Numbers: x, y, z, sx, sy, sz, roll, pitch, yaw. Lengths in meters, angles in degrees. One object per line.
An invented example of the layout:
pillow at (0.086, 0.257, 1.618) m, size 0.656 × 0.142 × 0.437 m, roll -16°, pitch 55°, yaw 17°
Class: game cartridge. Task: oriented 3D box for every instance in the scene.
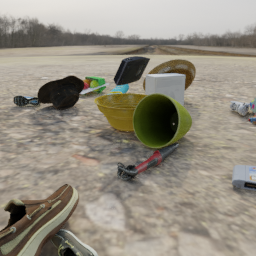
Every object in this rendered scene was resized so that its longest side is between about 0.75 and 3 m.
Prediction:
game cartridge at (3.362, 1.272, 6.950) m, size 1.456 × 0.302 × 0.970 m, roll 7°, pitch 24°, yaw 19°

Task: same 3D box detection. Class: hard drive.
hard drive at (0.121, -1.998, 9.615) m, size 0.319 × 1.016 × 1.506 m, roll 40°, pitch 34°, yaw 18°

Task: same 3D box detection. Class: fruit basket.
fruit basket at (-2.521, -2.523, 17.536) m, size 1.986 × 1.005 × 2.144 m, roll 18°, pitch 41°, yaw 42°

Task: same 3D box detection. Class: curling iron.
curling iron at (0.699, 0.830, 8.076) m, size 0.710 × 0.366 × 2.863 m, roll 14°, pitch 24°, yaw 38°

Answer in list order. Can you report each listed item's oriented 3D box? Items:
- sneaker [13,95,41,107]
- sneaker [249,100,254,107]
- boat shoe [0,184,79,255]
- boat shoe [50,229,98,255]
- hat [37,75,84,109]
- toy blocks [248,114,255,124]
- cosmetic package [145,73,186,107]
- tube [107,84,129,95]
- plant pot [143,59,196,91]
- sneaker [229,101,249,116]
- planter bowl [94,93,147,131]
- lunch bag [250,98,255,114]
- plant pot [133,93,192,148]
sneaker at (-5.181, -1.362, 14.532) m, size 1.484 × 0.581 × 0.667 m, roll 6°, pitch 4°, yaw -2°
sneaker at (6.198, -0.970, 12.863) m, size 0.855 × 0.999 × 2.412 m, roll -37°, pitch -11°, yaw 22°
boat shoe at (-1.638, 1.516, 4.764) m, size 0.895 × 0.897 × 2.424 m, roll -34°, pitch 8°, yaw 21°
boat shoe at (-0.952, 2.003, 4.608) m, size 1.024 × 0.366 × 0.306 m, roll 17°, pitch 20°, yaw 32°
hat at (-3.145, -1.498, 13.813) m, size 2.408 × 0.971 × 2.408 m, roll -22°, pitch -20°, yaw -8°
toy blocks at (5.429, -0.354, 11.619) m, size 0.637 × 0.466 × 0.933 m, roll -11°, pitch 17°, yaw 3°
cosmetic package at (1.794, -1.764, 13.673) m, size 1.688 × 1.694 × 1.041 m, roll -7°, pitch 20°, yaw -23°
tube at (-0.596, -2.059, 16.372) m, size 1.058 × 0.689 × 2.732 m, roll -7°, pitch 20°, yaw 18°
plant pot at (2.267, -2.458, 14.992) m, size 2.953 × 2.953 × 0.406 m, roll -5°, pitch 59°, yaw -15°
sneaker at (5.109, -0.926, 13.055) m, size 0.828 × 0.542 × 1.441 m, roll 11°, pitch 16°, yaw 31°
planter bowl at (0.011, -0.573, 11.058) m, size 2.677 × 1.115 × 2.677 m, roll 0°, pitch 19°, yaw 0°
lunch bag at (4.586, -0.796, 8.835) m, size 1.338 × 1.073 × 0.516 m, roll 9°, pitch 33°, yaw -34°
plant pot at (1.414, -0.230, 9.562) m, size 1.744 × 1.744 × 1.864 m, roll 15°, pitch 9°, yaw 37°
